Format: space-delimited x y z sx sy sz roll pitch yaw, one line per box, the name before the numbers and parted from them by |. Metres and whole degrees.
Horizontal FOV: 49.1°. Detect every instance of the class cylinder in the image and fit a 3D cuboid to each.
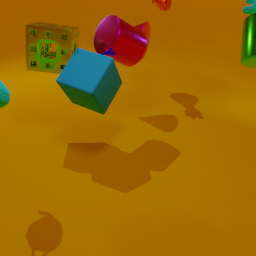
cylinder | 4.050 -2.561 8.257 1.306 1.306 1.306 5 -3 0
cylinder | -0.196 -2.194 7.157 0.997 0.997 0.997 13 16 -44

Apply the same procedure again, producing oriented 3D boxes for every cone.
cone | -0.016 -2.839 8.840 1.156 1.152 1.152 15 34 14

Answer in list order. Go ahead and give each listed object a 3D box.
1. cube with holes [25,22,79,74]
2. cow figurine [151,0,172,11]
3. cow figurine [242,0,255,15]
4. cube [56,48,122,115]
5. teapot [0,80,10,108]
cube with holes | -1.872 -2.028 7.080 1.063 1.063 1.063 6 23 -3
cow figurine | 1.093 -4.296 9.303 0.611 1.113 1.095 -29 -11 11
cow figurine | 4.446 -3.888 8.896 1.426 1.449 0.795 11 74 41
cube | -0.889 -1.111 6.741 1.019 1.019 1.019 21 71 21
teapot | -2.535 -0.618 5.013 0.623 1.272 0.791 -42 80 -2
